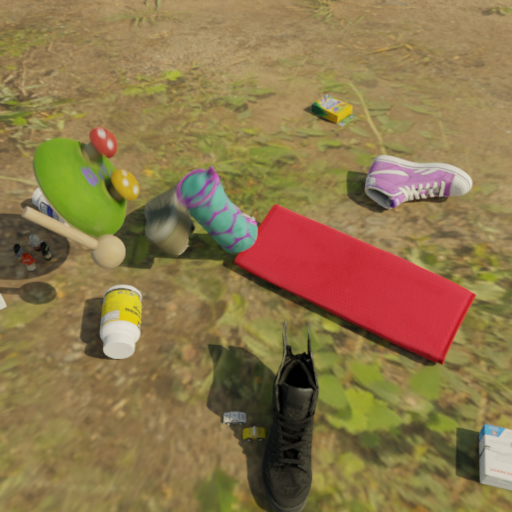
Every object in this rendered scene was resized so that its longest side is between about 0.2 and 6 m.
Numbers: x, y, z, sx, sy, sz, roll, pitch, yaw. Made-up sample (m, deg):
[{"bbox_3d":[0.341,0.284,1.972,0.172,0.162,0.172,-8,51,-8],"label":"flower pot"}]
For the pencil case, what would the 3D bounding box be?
[{"bbox_3d":[-0.693,-0.823,10.594,0.878,1.901,0.809,-39,53,3],"label":"pencil case"}]

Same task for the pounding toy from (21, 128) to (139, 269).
[{"bbox_3d":[-2.632,-1.195,9.366,1.152,1.916,2.482,-31,41,19],"label":"pounding toy"}]

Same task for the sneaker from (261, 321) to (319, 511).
[{"bbox_3d":[0.531,2.375,8.429,0.768,1.334,2.557,5,46,6],"label":"sneaker"}]

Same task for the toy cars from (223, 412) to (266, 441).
[{"bbox_3d":[-0.187,2.692,8.933,0.789,0.175,0.354,31,53,26],"label":"toy cars"}]

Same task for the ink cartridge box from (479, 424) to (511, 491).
[{"bbox_3d":[3.719,3.049,8.465,0.605,0.355,0.827,11,48,11],"label":"ink cartridge box"}]

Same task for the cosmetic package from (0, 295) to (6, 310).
[{"bbox_3d":[-5.328,0.741,10.542,0.855,0.525,0.852,-27,52,-23],"label":"cosmetic package"}]

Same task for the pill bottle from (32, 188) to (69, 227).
[{"bbox_3d":[-4.363,-1.107,12.236,1.048,0.627,0.627,28,53,24],"label":"pill bottle"}]

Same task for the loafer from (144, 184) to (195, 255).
[{"bbox_3d":[-1.743,-0.711,11.412,0.896,0.830,2.383,-27,26,12],"label":"loafer"}]

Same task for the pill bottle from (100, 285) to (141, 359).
[{"bbox_3d":[-2.416,1.180,10.014,0.690,0.690,1.228,-4,47,-4],"label":"pill bottle"}]

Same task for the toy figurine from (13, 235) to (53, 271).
[{"bbox_3d":[-4.549,-0.060,11.406,0.616,0.435,0.626,29,54,32],"label":"toy figurine"}]

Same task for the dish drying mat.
[{"bbox_3d":[1.800,0.433,10.752,4.347,0.396,1.670,25,66,22],"label":"dish drying mat"}]

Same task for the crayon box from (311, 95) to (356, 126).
[{"bbox_3d":[2.117,-3.952,15.183,1.057,0.273,0.665,34,55,27],"label":"crayon box"}]

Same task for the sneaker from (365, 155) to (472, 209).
[{"bbox_3d":[3.561,-1.441,12.534,2.261,0.820,1.289,12,53,21],"label":"sneaker"}]
